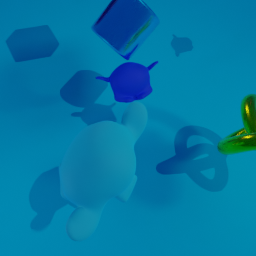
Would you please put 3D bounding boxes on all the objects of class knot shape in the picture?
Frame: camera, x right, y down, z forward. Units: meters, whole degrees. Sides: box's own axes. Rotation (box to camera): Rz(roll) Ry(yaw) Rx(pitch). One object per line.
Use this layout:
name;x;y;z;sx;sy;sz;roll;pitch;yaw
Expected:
knot shape;2.691;0.031;5.310;1.938;0.895;1.813;4;37;10

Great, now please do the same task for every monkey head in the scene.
monkey head;-0.245;0.587;3.754;1.327;1.111;1.844;36;69;-24
monkey head;0.031;-0.996;6.065;1.369;0.985;0.825;-15;100;-4

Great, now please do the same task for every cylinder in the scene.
cylinder;-0.054;-2.076;5.650;1.012;1.012;1.012;-48;66;12
